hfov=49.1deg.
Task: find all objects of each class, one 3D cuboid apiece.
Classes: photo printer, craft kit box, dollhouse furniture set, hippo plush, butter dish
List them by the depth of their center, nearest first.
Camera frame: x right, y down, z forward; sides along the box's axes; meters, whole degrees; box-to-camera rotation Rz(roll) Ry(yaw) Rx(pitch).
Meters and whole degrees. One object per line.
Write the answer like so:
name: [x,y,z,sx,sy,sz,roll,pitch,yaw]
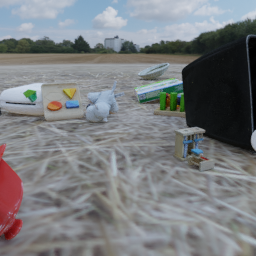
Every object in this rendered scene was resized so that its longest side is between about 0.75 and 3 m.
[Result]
butter dish: [-1.954,1.166,3.879,1.435,1.064,1.439,-45,21,5]
dollhouse furniture set: [1.684,0.466,6.690,0.708,0.713,1.011,-8,17,-26]
hippo plush: [-0.889,-0.693,10.489,1.566,1.248,1.259,-17,39,27]
photo printer: [-3.850,-1.319,12.288,2.472,1.032,2.971,4,16,12]
craft kit box: [1.586,-1.998,14.653,2.385,0.579,2.355,-14,19,1]

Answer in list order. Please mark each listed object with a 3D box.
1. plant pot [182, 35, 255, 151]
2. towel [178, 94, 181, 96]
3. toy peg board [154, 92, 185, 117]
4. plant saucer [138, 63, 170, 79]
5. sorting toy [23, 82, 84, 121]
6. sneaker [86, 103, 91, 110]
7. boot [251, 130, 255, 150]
plant pot: [3.379,-1.090,8.827,2.927,2.934,2.603,-13,9,-37]
towel: [2.593,-1.706,15.240,1.577,0.180,1.133,-7,17,-24]
toy peg board: [2.225,-1.113,11.862,1.830,0.895,1.823,7,18,21]
plant saucer: [2.291,-4.781,24.147,2.818,0.707,2.818,-19,19,7]
sorting toy: [-2.848,-1.048,10.686,2.143,1.584,0.315,-6,-23,-19]
sneaker: [-1.149,-0.803,11.650,1.202,0.447,0.526,-1,21,-4]
boot: [4.507,0.424,6.837,2.784,1.013,1.257,5,-3,22]
